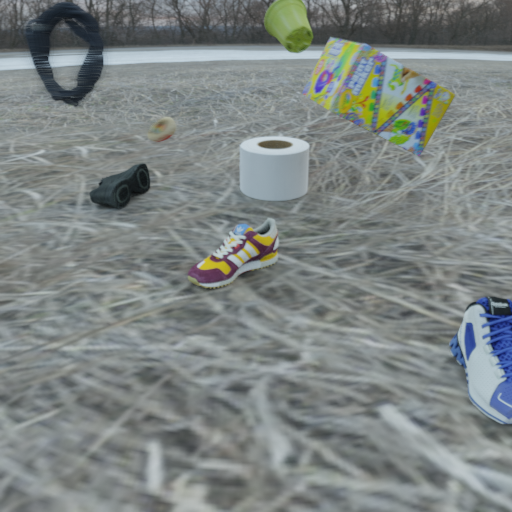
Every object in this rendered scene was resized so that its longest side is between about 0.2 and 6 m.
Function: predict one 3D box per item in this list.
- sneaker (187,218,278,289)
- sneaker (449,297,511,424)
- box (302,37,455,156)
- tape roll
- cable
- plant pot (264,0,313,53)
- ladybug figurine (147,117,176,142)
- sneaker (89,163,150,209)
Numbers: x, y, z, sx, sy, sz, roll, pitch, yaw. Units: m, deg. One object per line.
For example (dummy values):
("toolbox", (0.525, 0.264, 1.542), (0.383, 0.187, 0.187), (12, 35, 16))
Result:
("sneaker", (-0.418, -0.106, 10.080), (1.985, 0.894, 0.744), (-23, 34, -39))
("sneaker", (3.079, 1.172, 7.224), (0.781, 1.117, 1.934), (-2, 26, -2))
("box", (2.354, -3.257, 11.258), (2.105, 1.333, 2.186), (22, 19, -18))
("tape roll", (0.464, -2.224, 14.078), (1.731, 1.188, 1.731), (1, 26, 0))
("cable", (-2.141, -2.280, 6.422), (0.898, 1.100, 0.279), (-11, 9, 14))
("plant pot", (0.683, -4.300, 10.603), (0.860, 0.860, 0.791), (-9, 56, -18))
("ladybug figurine", (-1.562, -2.084, 9.335), (0.602, 0.216, 0.408), (-13, 60, 36))
("sneaker", (-3.312, -1.780, 13.734), (0.926, 0.774, 2.040), (3, 24, 20))
